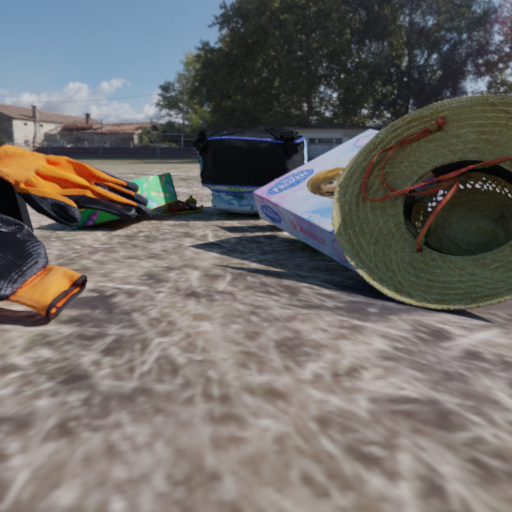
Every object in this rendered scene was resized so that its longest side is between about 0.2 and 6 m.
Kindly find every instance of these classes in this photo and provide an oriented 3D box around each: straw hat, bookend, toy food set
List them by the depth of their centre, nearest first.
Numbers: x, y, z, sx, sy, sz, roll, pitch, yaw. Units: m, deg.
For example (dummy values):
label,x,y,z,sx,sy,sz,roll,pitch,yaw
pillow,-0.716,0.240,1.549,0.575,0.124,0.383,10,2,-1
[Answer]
label,x,y,z,sx,sy,sz,roll,pitch,yaw
straw hat,3.177,-0.524,8.309,3.926,3.926,1.662,10,-27,40
bookend,-4.393,-0.569,8.915,2.356,1.092,2.371,-11,5,28
toy food set,-2.266,-1.505,16.261,1.599,0.522,0.941,-11,16,-43

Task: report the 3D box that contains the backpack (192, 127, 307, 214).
label,x,y,z,sx,sy,sz,roll,pitch,yaw
backpack,-0.107,-2.454,16.068,3.016,2.422,3.296,1,15,1

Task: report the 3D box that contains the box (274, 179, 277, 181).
label,x,y,z,sx,sy,sz,roll,pitch,yaw
box,1.605,-1.251,13.421,2.238,1.068,1.116,-2,19,-12

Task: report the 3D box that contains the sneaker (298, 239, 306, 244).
label,x,y,z,sx,sy,sz,roll,pitch,yaw
sneaker,2.102,-0.588,11.234,2.691,1.125,0.997,-10,54,12

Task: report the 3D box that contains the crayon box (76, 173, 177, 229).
label,x,y,z,sx,sy,sz,roll,pitch,yaw
crayon box,-3.301,-1.462,14.305,1.635,0.802,2.753,-12,10,16

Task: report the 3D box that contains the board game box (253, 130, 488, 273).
label,x,y,z,sx,sy,sz,roll,pitch,yaw
board game box,2.018,-1.214,10.409,3.113,0.641,3.106,-30,33,-19

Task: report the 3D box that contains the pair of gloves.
label,x,y,z,sx,sy,sz,roll,pitch,yaw
pair of gloves,-3.049,-0.467,7.541,2.667,0.370,2.994,19,42,9

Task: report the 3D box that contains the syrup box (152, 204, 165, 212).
label,x,y,z,sx,sy,sz,roll,pitch,yaw
syrup box,-3.193,-1.603,16.635,1.347,0.530,0.549,-6,18,-29
